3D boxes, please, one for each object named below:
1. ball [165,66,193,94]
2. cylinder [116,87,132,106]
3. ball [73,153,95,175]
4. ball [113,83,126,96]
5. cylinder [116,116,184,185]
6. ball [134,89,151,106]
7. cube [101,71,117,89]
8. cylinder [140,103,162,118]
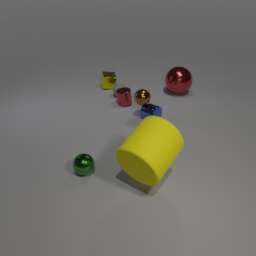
[{"bbox_3d":[2.604,-2.450,14.400,1.400,1.400,1.400,0,30,0],"label":"ball"},{"bbox_3d":[-0.180,-1.492,13.401,0.700,0.700,0.700,-6,32,3],"label":"cylinder"},{"bbox_3d":[-1.412,1.156,8.935,0.700,0.700,0.700,0,30,0],"label":"ball"},{"bbox_3d":[-0.410,-1.918,14.209,0.700,0.700,0.700,0,30,0],"label":"ball"},{"bbox_3d":[0.611,0.622,7.807,1.400,1.400,1.400,21,54,31],"label":"cylinder"},{"bbox_3d":[0.606,-1.288,11.781,0.700,0.700,0.700,0,30,0],"label":"ball"},{"bbox_3d":[-1.049,-2.586,15.175,0.700,0.700,0.700,0,38,-15],"label":"cube"},{"bbox_3d":[0.999,-0.682,12.086,0.700,0.700,0.700,22,37,33],"label":"cylinder"}]
